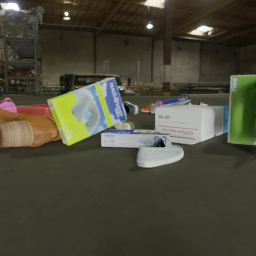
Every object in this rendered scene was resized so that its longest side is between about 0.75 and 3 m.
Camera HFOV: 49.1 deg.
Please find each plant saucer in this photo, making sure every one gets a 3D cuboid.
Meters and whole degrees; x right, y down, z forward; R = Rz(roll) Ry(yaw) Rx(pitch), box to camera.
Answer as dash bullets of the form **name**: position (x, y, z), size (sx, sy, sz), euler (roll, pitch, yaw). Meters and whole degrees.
- **plant saucer**: position (-3.801, -0.849, 13.249), size (2.555, 0.470, 2.560), euler (5, 10, 30)

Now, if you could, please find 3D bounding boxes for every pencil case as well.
- **pencil case**: position (-4.597, -0.459, 8.608), size (2.270, 1.030, 1.063), euler (-11, -23, -45)

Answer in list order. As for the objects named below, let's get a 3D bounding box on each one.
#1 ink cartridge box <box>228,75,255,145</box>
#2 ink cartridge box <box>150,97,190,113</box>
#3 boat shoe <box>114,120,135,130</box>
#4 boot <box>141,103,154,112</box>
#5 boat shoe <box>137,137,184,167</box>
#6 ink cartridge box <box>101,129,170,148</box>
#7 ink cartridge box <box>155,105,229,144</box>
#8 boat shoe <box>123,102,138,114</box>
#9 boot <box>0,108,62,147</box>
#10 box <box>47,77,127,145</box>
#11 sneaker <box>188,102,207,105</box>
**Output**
- **ink cartridge box**: position (2.580, -0.393, 6.071), size (0.791, 1.542, 2.087), euler (4, 9, 27)
- **ink cartridge box**: position (2.005, -1.154, 13.482), size (1.545, 0.341, 1.573), euler (-11, -9, -15)
- **boat shoe**: position (-0.136, -0.092, 8.478), size (0.257, 0.307, 0.858), euler (-6, 16, -35)
- **boot**: position (1.121, -1.046, 14.461), size (0.967, 0.518, 0.363), euler (1, 10, 22)
- **boat shoe**: position (0.586, 0.369, 4.759), size (0.400, 0.408, 1.145), euler (7, 11, 42)
- **ink cartridge box**: position (0.188, 0.224, 6.114), size (1.431, 0.316, 0.673), euler (1, 7, 8)
- **ink cartridge box**: position (1.620, -0.174, 7.348), size (1.321, 0.761, 2.280), euler (6, 10, 37)
- **boat shoe**: position (-0.072, -1.009, 14.062), size (0.468, 0.567, 1.652), euler (-5, 11, -28)
- **boot**: position (-2.286, -0.046, 6.573), size (1.671, 0.796, 2.160), euler (-6, 21, -35)
- **box**: position (-0.755, -0.410, 6.028), size (1.656, 1.010, 0.395), euler (-26, 19, -27)
- **sneaker**: position (3.629, -0.918, 13.150), size (1.755, 0.636, 0.631), euler (1, 7, -3)
